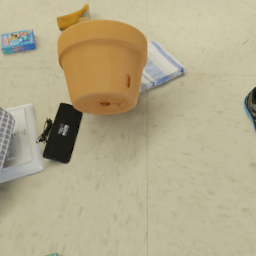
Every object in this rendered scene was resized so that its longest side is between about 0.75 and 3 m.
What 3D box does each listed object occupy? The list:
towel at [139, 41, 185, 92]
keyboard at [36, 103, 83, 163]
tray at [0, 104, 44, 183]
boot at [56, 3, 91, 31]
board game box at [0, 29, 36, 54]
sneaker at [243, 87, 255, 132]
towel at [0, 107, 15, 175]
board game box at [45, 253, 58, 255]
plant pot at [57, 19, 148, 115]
[{"bbox_3d":[0.442,-2.299,10.669,2.908,0.346,2.135,-26,58,-17],"label":"towel"},{"bbox_3d":[-2.213,0.114,9.031,1.123,0.427,2.157,20,52,-14],"label":"keyboard"},{"bbox_3d":[-3.608,0.311,8.832,1.477,0.305,2.750,-15,56,-11],"label":"tray"},{"bbox_3d":[-2.365,-4.827,12.136,1.442,0.709,2.014,-5,44,-4],"label":"boot"},{"bbox_3d":[-4.560,-3.600,11.616,1.328,0.299,1.010,-12,55,-9],"label":"board game box"},{"bbox_3d":[4.462,-0.335,8.843,0.873,1.020,2.462,-11,55,-6],"label":"sneaker"},{"bbox_3d":[-4.287,0.347,7.325,1.139,2.204,2.662,-14,57,27],"label":"towel"},{"bbox_3d":[-1.967,3.584,6.583,0.721,0.156,1.071,-11,55,-8],"label":"board game box"},{"bbox_3d":[-0.752,-1.629,8.637,2.843,2.843,1.990,-2,74,-2],"label":"plant pot"}]
